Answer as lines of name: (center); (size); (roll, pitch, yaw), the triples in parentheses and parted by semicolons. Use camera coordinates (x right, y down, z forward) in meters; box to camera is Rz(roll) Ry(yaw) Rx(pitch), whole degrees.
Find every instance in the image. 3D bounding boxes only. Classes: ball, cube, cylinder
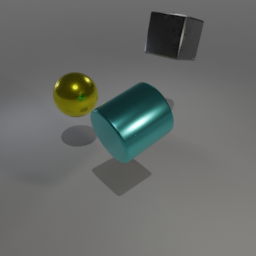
ball: (-1.626, -1.032, 8.735); (1.400, 1.400, 1.400); (0, 30, 0)
cube: (1.622, -3.219, 9.904); (1.400, 1.400, 1.400); (23, 23, 33)
cylinder: (0.086, -0.132, 6.467); (1.400, 1.400, 1.400); (-34, 42, -22)
